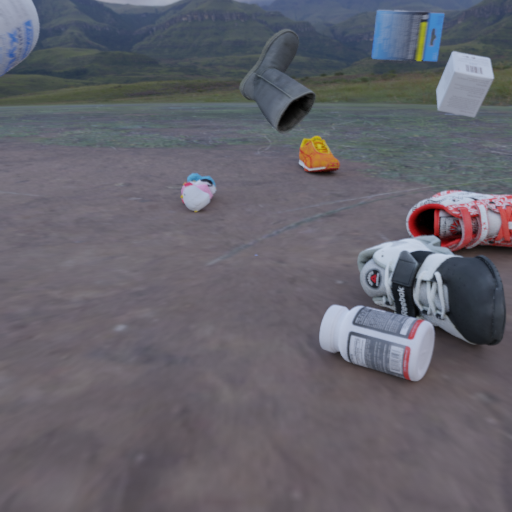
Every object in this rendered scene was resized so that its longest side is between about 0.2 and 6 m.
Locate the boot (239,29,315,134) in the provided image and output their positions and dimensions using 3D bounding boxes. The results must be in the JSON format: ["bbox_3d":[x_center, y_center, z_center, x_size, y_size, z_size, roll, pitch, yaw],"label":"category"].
[{"bbox_3d":[0.598,-3.600,11.412,0.747,1.871,2.057,27,15,-32],"label":"boot"}]

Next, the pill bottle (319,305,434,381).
[{"bbox_3d":[1.112,0.774,5.212,0.951,0.551,0.551,12,22,32],"label":"pill bottle"}]

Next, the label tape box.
[{"bbox_3d":[2.338,-3.413,8.696,0.991,0.714,0.314,6,24,9],"label":"label tape box"}]

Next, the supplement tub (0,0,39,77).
[{"bbox_3d":[-3.240,-2.485,6.228,1.148,1.148,1.740,0,34,1],"label":"supplement tub"}]

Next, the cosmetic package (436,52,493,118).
[{"bbox_3d":[3.498,-2.885,9.451,0.657,0.785,0.653,11,50,0],"label":"cosmetic package"}]

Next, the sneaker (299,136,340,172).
[{"bbox_3d":[1.638,-2.779,15.324,0.856,0.905,2.346,-4,20,-14],"label":"sneaker"}]

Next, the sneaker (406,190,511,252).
[{"bbox_3d":[3.642,-0.420,8.231,1.505,0.938,2.809,-19,23,-41],"label":"sneaker"}]

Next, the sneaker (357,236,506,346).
[{"bbox_3d":[1.742,0.361,6.039,1.101,0.922,2.488,-4,10,-4],"label":"sneaker"}]

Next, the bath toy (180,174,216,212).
[{"bbox_3d":[-1.250,-1.326,11.459,0.692,0.588,1.592,-33,15,10],"label":"bath toy"}]
